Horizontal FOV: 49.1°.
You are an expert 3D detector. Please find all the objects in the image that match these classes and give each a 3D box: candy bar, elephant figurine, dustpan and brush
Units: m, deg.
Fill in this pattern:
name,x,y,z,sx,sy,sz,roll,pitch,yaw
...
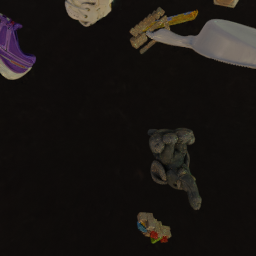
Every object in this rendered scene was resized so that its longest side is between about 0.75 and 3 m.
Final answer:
name,x,y,z,sx,sy,sz,roll,pitch,yaw
candy bar,1.044,-3.011,7.965,1.968,0.218,0.491,-2,28,32
elephant figurine,0.911,0.783,5.717,1.030,1.130,1.456,-8,100,18
dustpan and brush,1.540,-1.578,5.133,2.503,0.716,1.747,26,36,11

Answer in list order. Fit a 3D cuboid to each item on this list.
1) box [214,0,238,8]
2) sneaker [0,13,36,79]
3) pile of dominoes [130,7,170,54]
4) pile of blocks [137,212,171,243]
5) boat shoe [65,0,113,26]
name,x,y,z,sx,sy,sz,roll,pitch,yaw
box,2.450,-3.643,6.866,0.595,1.252,0.487,25,77,28
sneaker,-3.329,-2.544,6.930,1.120,2.684,1.082,-35,26,0
pile of dominoes,0.462,-2.171,6.182,0.964,0.751,0.153,-41,55,-5
pile of blocks,0.458,2.016,5.403,0.480,1.169,0.363,-26,45,15
boat shoe,-0.996,-3.000,6.652,1.032,2.914,1.010,42,94,-3
